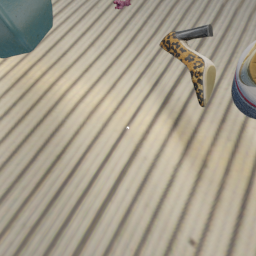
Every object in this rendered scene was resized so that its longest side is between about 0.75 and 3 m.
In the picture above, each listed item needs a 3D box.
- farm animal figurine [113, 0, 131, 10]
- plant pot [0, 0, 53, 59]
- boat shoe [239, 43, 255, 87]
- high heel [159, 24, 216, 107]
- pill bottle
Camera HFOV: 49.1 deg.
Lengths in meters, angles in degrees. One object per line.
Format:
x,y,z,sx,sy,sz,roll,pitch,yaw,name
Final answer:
-0.022,-2.359,4.297,0.459,0.913,0.738,-29,93,-19,farm animal figurine
-2.564,-2.436,5.675,1.714,1.751,1.719,-2,48,29,plant pot
2.248,-1.303,3.735,1.990,0.688,0.734,-41,95,0,boat shoe
1.259,-1.307,6.203,1.246,0.624,1.747,0,91,39,high heel
2.651,-0.805,5.352,1.262,2.111,1.262,-2,83,16,pill bottle
